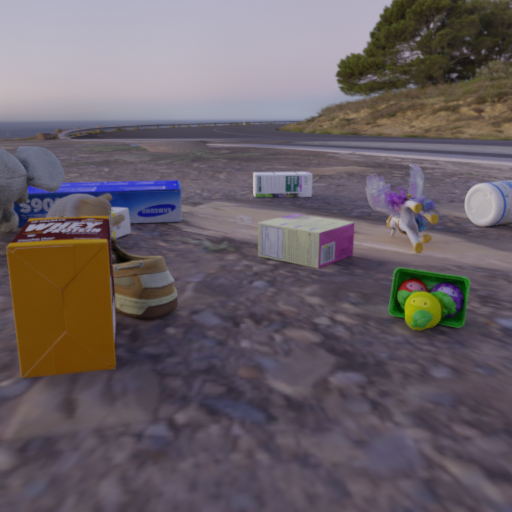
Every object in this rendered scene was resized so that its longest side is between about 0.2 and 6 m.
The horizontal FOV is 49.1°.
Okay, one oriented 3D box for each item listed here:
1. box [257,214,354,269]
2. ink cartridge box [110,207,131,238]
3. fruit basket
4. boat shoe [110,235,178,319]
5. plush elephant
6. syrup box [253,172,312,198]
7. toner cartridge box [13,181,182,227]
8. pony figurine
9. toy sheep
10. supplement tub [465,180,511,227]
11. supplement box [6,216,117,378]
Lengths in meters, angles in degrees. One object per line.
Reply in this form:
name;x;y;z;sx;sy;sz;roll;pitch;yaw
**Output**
box;0.807;-0.265;9.098;1.197;0.579;1.053;12;19;37
ink cartridge box;-3.039;-0.555;10.303;0.901;0.518;1.241;5;16;21
fruit basket;1.903;0.499;6.258;0.910;0.657;0.910;9;-1;0
boat shoe;-1.891;0.123;6.990;2.257;0.859;0.809;7;21;31
plush elephant;-4.682;-1.142;9.370;2.453;2.978;2.306;-6;32;-47
syrup box;0.732;-1.979;15.535;1.599;0.630;0.651;-1;14;-4
toner cartridge box;-3.352;-1.174;12.254;3.393;0.732;1.612;-2;16;-8
pony figurine;2.615;-0.826;9.850;1.162;1.347;1.395;-11;20;-10
toy sheep;-2.806;-0.462;8.883;1.608;1.109;1.109;-33;-10;40
supplement tub;5.160;-1.112;11.710;1.372;0.905;0.905;-9;17;-28
supplement box;-1.841;0.328;5.524;0.835;1.240;1.257;-3;15;-13
